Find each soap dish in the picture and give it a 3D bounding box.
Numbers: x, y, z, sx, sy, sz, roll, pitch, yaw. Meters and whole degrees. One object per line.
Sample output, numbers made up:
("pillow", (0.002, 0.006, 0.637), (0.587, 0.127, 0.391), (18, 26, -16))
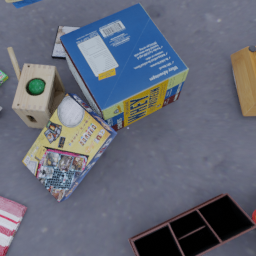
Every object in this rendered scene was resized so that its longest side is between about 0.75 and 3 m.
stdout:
("soap dish", (4.513, -1.431, 8.093), (2.632, 1.069, 2.071), (-3, 69, 0))

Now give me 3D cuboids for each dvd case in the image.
("dvd case", (-1.945, -2.788, 9.147), (0.901, 0.111, 1.262), (5, 69, 2))

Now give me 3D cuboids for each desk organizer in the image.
("desk organizer", (1.449, 2.472, 6.554), (2.749, 1.058, 0.986), (-23, 70, -9))

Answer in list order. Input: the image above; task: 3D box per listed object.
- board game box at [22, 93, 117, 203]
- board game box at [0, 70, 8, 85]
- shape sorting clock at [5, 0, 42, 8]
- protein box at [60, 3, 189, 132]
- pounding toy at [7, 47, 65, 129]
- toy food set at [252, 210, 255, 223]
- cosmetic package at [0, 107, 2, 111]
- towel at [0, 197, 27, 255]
("board game box", (-1.531, 0.507, 7.065), (1.556, 0.398, 2.297), (43, 107, 15))
("board game box", (-4.381, -1.394, 8.562), (0.798, 0.173, 1.186), (38, 73, 13))
("shape sorting clock", (-2.013, -3.661, 6.993), (2.274, 0.446, 2.274), (-12, 42, 11))
("protein box", (-0.139, -1.613, 7.829), (2.468, 1.677, 2.486), (-27, 71, -10))
("pounding toy", (-2.541, -1.015, 7.590), (1.204, 1.694, 1.559), (5, 69, 2))
("toy food set", (3.915, 2.371, 6.529), (2.102, 0.517, 2.124), (-2, 63, -22))
("cosmetic package", (-5.073, -0.967, 7.992), (2.858, 0.724, 1.179), (36, 90, 13))
("towel", (-3.394, 2.547, 7.006), (1.147, 0.181, 1.592), (18, 70, 8))
